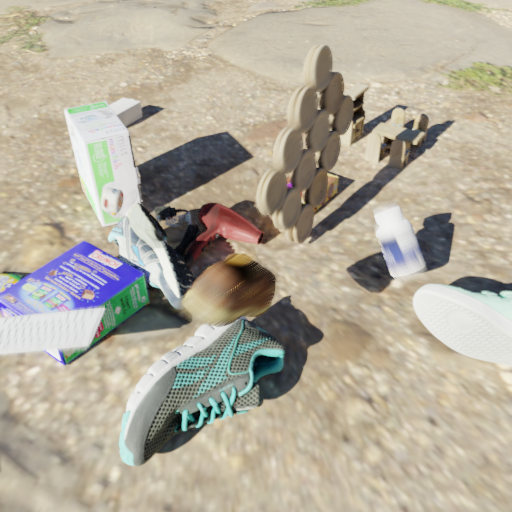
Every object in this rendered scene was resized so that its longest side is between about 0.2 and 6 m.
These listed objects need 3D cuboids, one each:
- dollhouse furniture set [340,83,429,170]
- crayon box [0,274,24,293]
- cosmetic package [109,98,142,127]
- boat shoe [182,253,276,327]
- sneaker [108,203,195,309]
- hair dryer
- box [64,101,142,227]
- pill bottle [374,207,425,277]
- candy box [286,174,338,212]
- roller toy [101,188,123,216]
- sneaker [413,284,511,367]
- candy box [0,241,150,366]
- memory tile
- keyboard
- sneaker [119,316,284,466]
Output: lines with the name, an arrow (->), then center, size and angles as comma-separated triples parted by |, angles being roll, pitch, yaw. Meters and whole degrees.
dollhouse furniture set -> 3.218, -3.381, 14.198 | 2.048, 1.361, 1.795 | 21, 42, 25
crayon box -> -4.710, 0.599, 9.919 | 1.004, 0.259, 0.631 | 2, 37, 4
cosmetic package -> -3.809, -3.937, 15.624 | 0.648, 0.511, 1.205 | 19, 41, 24
boat shoe -> -0.158, 0.340, 7.018 | 0.716, 0.672, 1.989 | 33, 16, 16
sneaker -> -1.907, 0.171, 10.104 | 1.033, 0.928, 2.392 | -39, 55, 4
hair dryer -> -0.946, -0.347, 11.096 | 2.213, 0.601, 1.685 | -7, 55, -3
box -> -3.178, -1.952, 11.817 | 0.967, 1.999, 1.764 | -18, 42, -20
pill bottle -> 2.465, -0.255, 9.750 | 0.625, 1.125, 0.625 | -21, 3, 1
candy box -> 1.002, -1.366, 12.318 | 0.956, 0.463, 1.639 | 24, 45, 27
roller toy -> -2.391, -0.923, 9.368 | 0.299, 0.390, 0.428 | 12, 75, 3
sneaker -> 3.982, 0.845, 8.933 | 2.812, 1.035, 1.659 | 23, 48, 12
candy box -> -3.021, 0.714, 9.377 | 1.588, 0.723, 1.878 | 25, 46, 28
memory tile -> 0.969, -1.954, 10.367 | 0.267, 2.439, 3.182 | 17, 82, 28
keyboard -> -3.572, 1.135, 8.224 | 2.660, 0.142, 0.749 | -6, 39, 7
sneaker -> -0.621, 1.813, 7.716 | 1.325, 1.127, 2.905 | 25, 45, 23
